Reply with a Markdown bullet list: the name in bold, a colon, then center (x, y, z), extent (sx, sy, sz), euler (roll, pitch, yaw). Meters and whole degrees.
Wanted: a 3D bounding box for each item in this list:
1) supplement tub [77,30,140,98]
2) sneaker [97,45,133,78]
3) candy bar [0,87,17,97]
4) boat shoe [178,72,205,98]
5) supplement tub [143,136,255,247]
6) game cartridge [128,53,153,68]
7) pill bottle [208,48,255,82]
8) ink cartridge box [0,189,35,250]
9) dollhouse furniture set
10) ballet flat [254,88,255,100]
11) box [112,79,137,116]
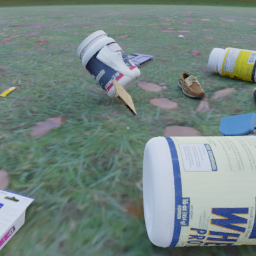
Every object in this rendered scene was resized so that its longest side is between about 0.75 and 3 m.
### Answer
- **supplement tub**: center (-0.683, -2.215, 9.830), extent (2.022, 1.419, 1.419), euler (50, 41, 1)
- **sneaker**: center (-0.184, -1.284, 5.412), extent (0.799, 0.353, 0.300), euler (31, 6, -16)
- **candy bar**: center (-4.698, -1.436, 11.039), extent (0.227, 0.101, 0.911), euler (8, 29, 7)
- **boat shoe**: center (2.432, -1.709, 10.965), extent (0.661, 0.646, 1.748), euler (-8, 30, -14)
- **supplement tub**: center (1.564, 1.031, 4.769), extent (2.495, 1.809, 1.809), euler (-1, 29, -2)
- **game cartridge**: center (0.412, -3.573, 14.736), extent (1.191, 0.353, 1.838), euler (20, 34, 24)
- **pill bottle**: center (4.820, -2.847, 12.399), extent (2.248, 1.285, 1.285), euler (20, 35, 32)
- **ink cartridge box**: center (-2.493, 1.814, 4.898), extent (0.840, 0.329, 1.775), euler (10, 32, 18)
- **dollhouse furniture set**: center (3.700, 0.782, 6.541), extent (2.478, 1.713, 2.625), euler (15, -8, -17)
- **ballet flat**: center (4.945, -0.989, 9.598), extent (0.816, 0.698, 2.456), euler (3, 29, 6)
- **box**: center (-0.080, -0.683, 6.168), extent (0.083, 0.641, 0.784), euler (-36, 33, 14)
